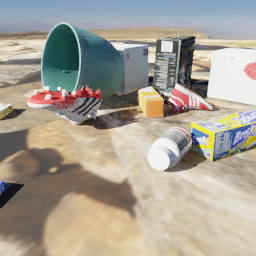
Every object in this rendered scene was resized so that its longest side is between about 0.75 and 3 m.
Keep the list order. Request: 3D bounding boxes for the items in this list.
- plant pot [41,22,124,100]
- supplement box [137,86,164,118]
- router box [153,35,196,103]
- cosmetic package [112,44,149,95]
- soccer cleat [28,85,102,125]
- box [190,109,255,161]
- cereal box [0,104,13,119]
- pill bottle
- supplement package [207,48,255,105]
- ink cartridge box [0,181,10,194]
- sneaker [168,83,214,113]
[{"bbox_3d":[-1.405,-2.013,9.492,2.078,2.589,2.589,-2,18,-40],"label":"plant pot"},{"bbox_3d":[0.686,-0.866,8.997,0.605,0.585,1.759,-4,21,-4],"label":"supplement box"},{"bbox_3d":[1.789,-2.318,10.587,0.887,2.140,2.855,9,23,21],"label":"router box"},{"bbox_3d":[-0.494,-2.520,11.604,2.149,1.773,1.771,14,26,33],"label":"cosmetic package"},{"bbox_3d":[-1.537,-0.540,7.321,0.827,1.027,2.411,20,20,27],"label":"soccer cleat"},{"bbox_3d":[2.455,0.096,6.366,2.101,0.676,0.736,-10,24,-27],"label":"box"},{"bbox_3d":[-4.359,-0.513,8.495,1.363,0.269,0.980,1,21,2],"label":"cereal box"},{"bbox_3d":[0.831,0.421,5.610,0.604,0.604,1.092,12,23,27],"label":"pill bottle"},{"bbox_3d":[4.531,-1.832,9.931,2.820,1.709,1.688,16,26,35],"label":"supplement package"},{"bbox_3d":[-2.450,1.076,4.497,0.605,0.213,1.014,4,20,10],"label":"ink cartridge box"},{"bbox_3d":[1.963,-0.728,8.930,1.466,0.825,0.522,28,15,-11],"label":"sneaker"}]
